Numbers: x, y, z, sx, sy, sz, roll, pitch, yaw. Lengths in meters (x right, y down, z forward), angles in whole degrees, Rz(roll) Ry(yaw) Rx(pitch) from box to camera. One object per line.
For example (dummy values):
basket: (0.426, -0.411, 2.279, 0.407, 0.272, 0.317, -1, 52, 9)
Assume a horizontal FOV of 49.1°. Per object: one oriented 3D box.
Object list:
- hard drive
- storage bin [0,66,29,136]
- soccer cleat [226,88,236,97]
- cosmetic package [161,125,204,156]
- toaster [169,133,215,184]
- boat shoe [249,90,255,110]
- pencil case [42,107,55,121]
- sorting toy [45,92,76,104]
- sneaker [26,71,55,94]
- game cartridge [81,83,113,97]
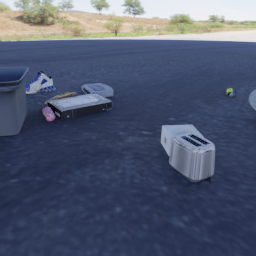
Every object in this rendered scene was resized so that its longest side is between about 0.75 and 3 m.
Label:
hard drive: (-1.936, -0.919, 11.312, 2.199, 0.416, 1.536, -13, 26, -31)
storage bin: (-4.335, -0.920, 9.403, 1.982, 1.829, 2.723, -4, 21, -11)
soccer cleat: (4.890, -1.726, 13.486, 0.377, 0.291, 0.900, -5, 22, 1)
cosmetic package: (1.518, 0.330, 7.961, 0.945, 0.581, 0.942, -1, 22, -9)
toaster: (1.560, 0.680, 6.717, 0.758, 0.862, 1.334, -11, 24, -24)
boat shoe: (5.744, -0.690, 10.329, 0.848, 0.984, 2.735, 9, 21, -33)
pencil case: (-2.951, -0.537, 10.435, 0.367, 0.367, 0.840, -9, 23, -22)
sorting toy: (-2.878, -1.301, 11.922, 0.976, 0.192, 1.054, -20, 1, 37)
sneaker: (-4.515, -2.305, 13.972, 1.720, 0.993, 0.695, -16, 26, -34)
game cartridge: (-1.451, -1.840, 13.717, 1.217, 0.374, 1.829, -13, 25, -21)
